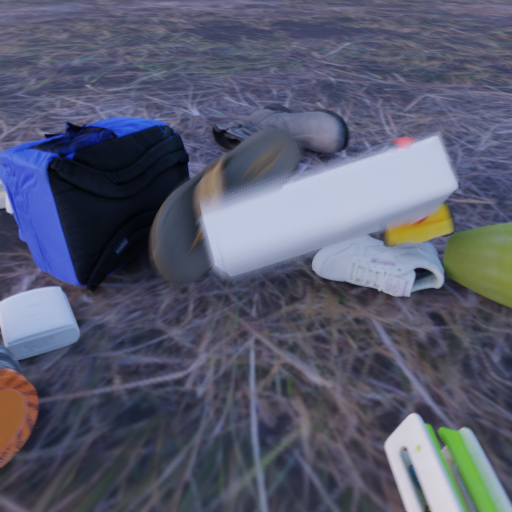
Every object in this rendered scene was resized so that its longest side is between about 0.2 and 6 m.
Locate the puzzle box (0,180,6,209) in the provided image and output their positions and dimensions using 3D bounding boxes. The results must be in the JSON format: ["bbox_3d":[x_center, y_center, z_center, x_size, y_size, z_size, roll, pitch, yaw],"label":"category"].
[{"bbox_3d":[-5.985,-1.495,12.740,2.247,0.286,1.495,-12,35,-18],"label":"puzzle box"}]

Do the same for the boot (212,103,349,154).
[{"bbox_3d":[0.546,-3.027,14.544,2.234,1.184,3.394,-29,32,-32],"label":"boot"}]

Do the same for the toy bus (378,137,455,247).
[{"bbox_3d":[2.592,-1.125,9.489,1.194,1.689,1.759,-9,14,11],"label":"toy bus"}]

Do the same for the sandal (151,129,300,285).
[{"bbox_3d":[-0.403,-0.961,9.457,3.417,1.396,0.933,-42,12,-17],"label":"sandal"}]

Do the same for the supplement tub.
[{"bbox_3d":[-4.074,1.506,6.857,2.721,1.667,1.667,22,39,28],"label":"supplement tub"}]

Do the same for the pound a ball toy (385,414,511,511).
[{"bbox_3d":[2.262,2.815,5.781,1.363,0.888,2.090,19,29,-18],"label":"pound a ball toy"}]

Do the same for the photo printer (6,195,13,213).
[{"bbox_3d":[-4.759,-1.386,11.565,0.328,0.945,0.786,16,18,37],"label":"photo printer"}]

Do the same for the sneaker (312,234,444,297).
[{"bbox_3d":[2.128,0.180,9.641,2.276,0.852,1.134,-1,33,-2],"label":"sneaker"}]

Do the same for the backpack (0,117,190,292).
[{"bbox_3d":[-2.898,-1.370,10.493,2.630,2.547,3.134,22,40,34],"label":"backpack"}]

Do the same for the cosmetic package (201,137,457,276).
[{"bbox_3d":[1.007,-0.654,8.168,3.388,0.858,1.398,-18,-8,3],"label":"cosmetic package"}]

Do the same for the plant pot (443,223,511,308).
[{"bbox_3d":[4.110,0.119,9.348,1.713,1.603,1.603,10,31,41],"label":"plant pot"}]

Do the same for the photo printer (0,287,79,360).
[{"bbox_3d":[-3.433,0.982,8.770,1.061,0.443,1.276,-15,36,-22],"label":"photo printer"}]
